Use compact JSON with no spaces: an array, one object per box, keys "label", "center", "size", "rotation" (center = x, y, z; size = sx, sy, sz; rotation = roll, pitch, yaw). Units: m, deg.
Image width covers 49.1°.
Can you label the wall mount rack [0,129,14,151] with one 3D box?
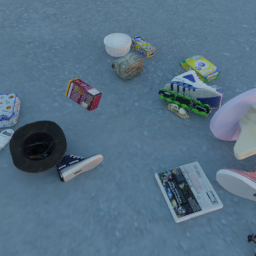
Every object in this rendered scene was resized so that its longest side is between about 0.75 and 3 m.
[{"label":"wall mount rack","center":[-4.887,0.388,9.866],"size":[1.401,0.601,1.613],"rotation":[17,50,15]}]

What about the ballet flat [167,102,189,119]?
[{"label":"ballet flat","center":[1.971,-0.702,11.008],"size":[0.995,0.325,0.351],"rotation":[31,55,24]}]

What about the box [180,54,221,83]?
[{"label":"box","center":[3.260,-2.792,12.802],"size":[1.008,0.415,1.717],"rotation":[-25,52,-21]}]

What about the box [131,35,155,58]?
[{"label":"box","center":[0.722,-4.028,13.859],"size":[0.481,0.442,1.374],"rotation":[-27,54,-21]}]

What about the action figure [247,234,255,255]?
[{"label":"action figure","center":[3.573,3.272,7.409],"size":[0.578,0.497,0.973],"rotation":[-2,46,-16]}]

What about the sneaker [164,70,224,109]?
[{"label":"sneaker","center":[2.800,-1.749,11.513],"size":[2.362,0.954,1.364],"rotation":[17,53,17]}]

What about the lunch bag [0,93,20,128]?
[{"label":"lunch bag","center":[-4.888,-0.663,10.817],"size":[1.247,0.588,1.557],"rotation":[-5,48,-2]}]

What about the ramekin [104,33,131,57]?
[{"label":"ramekin","center":[-0.506,-4.049,13.754],"size":[1.343,0.626,1.343],"rotation":[0,49,0]}]

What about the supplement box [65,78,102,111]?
[{"label":"supplement box","center":[-1.258,-0.952,7.949],"size":[0.932,0.514,0.399],"rotation":[33,33,14]}]

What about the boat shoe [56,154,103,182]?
[{"label":"boat shoe","center":[-1.641,1.097,9.237],"size":[1.547,0.578,0.717],"rotation":[-25,61,-20]}]

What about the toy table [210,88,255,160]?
[{"label":"toy table","center":[4.422,-0.061,9.158],"size":[2.921,2.685,1.710],"rotation":[-32,36,12]}]

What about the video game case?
[{"label":"video game case","center":[1.862,1.945,8.771],"size":[1.540,0.198,1.694],"rotation":[-14,51,-12]}]

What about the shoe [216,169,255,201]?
[{"label":"shoe","center":[3.939,1.621,8.686],"size":[2.294,0.819,1.043],"rotation":[23,51,12]}]

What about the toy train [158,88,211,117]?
[{"label":"toy train","center":[2.217,-1.009,11.076],"size":[2.207,0.622,0.460],"rotation":[24,87,19]}]

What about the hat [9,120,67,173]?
[{"label":"hat","center":[-2.932,0.733,9.443],"size":[2.010,0.811,2.010],"rotation":[0,57,1]}]

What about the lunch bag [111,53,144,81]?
[{"label":"lunch bag","center":[-0.012,-2.815,12.516],"size":[1.218,0.849,1.022],"rotation":[-32,57,-26]}]
